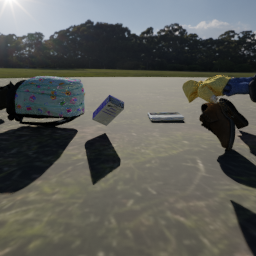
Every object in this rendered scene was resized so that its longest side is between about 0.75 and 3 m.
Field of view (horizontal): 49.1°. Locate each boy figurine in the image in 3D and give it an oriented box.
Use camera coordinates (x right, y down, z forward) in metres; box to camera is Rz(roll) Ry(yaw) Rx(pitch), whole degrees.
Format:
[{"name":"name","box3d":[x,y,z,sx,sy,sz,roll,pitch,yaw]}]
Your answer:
[{"name":"boy figurine","box3d":[2.095,-0.882,6.590,1.832,0.590,1.139,-1,33,38]}]

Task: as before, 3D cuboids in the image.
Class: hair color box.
[{"name":"hair color box","box3d":[-0.596,-0.507,8.342,0.533,0.316,0.975,25,-43,-27]}]

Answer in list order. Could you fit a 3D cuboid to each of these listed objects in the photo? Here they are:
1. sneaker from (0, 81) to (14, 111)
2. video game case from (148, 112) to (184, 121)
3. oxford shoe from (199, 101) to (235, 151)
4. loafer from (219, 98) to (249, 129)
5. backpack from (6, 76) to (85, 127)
[{"name":"sneaker","box3d":[-4.994,-1.243,11.098,1.987,1.037,0.597,0,43,35]},{"name":"video game case","box3d":[1.409,-0.444,10.615,1.231,0.144,1.119,-1,13,-1]},{"name":"oxford shoe","box3d":[2.196,-0.062,7.054,0.765,0.658,1.811,2,33,0]},{"name":"loafer","box3d":[3.183,-0.427,8.694,0.433,0.423,1.185,-16,64,-48]},{"name":"backpack","box3d":[-2.599,-0.976,9.333,2.341,1.482,1.954,5,26,8]}]
